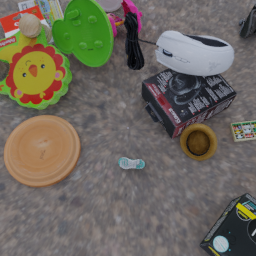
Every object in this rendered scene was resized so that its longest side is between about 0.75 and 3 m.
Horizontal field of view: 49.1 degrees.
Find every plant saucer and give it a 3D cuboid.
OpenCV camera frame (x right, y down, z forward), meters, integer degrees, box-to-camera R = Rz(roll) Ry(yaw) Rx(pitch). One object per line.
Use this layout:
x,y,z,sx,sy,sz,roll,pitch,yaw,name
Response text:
-2.444,0.586,7.966,2.153,0.348,2.153,0,66,0,plant saucer

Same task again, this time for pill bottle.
-0.749,-5.276,10.252,1.048,1.048,1.811,-4,65,-2,pill bottle

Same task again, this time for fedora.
2.006,0.355,7.849,1.109,1.109,0.452,34,31,14,fedora

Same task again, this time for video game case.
-3.131,-4.126,10.209,1.453,0.183,1.596,-18,66,-8,video game case

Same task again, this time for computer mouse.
1.210,-1.914,7.046,2.828,1.551,0.620,14,45,12,computer mouse

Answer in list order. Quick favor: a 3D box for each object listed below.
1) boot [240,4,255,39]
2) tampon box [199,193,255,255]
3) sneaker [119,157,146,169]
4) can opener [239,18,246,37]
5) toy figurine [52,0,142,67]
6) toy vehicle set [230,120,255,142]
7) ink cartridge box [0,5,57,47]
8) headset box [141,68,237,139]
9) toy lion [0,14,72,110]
4.925,-3.423,9.492,1.809,0.719,2.078,28,56,9,boot
2.719,2.588,6.691,1.176,0.991,1.570,39,71,16,tampon box
0.133,1.002,7.798,0.831,0.379,0.322,6,84,28,sneaker
4.048,-3.573,9.980,0.260,0.207,0.777,4,61,38,can opener
-0.729,-3.308,9.156,2.671,2.006,2.459,7,31,40,toy figurine
3.537,0.082,8.315,0.898,0.119,0.558,-7,66,-3,toy vehicle set
-3.457,-3.336,9.534,1.489,0.523,1.832,-25,83,-10,ink cartridge box
1.652,-0.937,8.339,2.371,0.916,1.764,-29,68,-11,headset box
-3.224,-1.832,8.627,2.851,0.979,2.733,-16,84,9,toy lion
